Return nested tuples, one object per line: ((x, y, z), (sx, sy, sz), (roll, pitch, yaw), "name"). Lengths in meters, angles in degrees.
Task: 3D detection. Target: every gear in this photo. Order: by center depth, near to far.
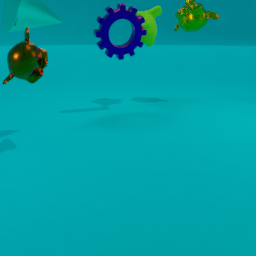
((-0.240, -3.135, 9.186), (1.718, 1.718, 0.318), (-7, 33, -19), "gear")

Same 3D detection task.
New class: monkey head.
((-2.223, -1.455, 6.045), (0.777, 1.289, 0.927), (22, 5, -36), "monkey head")
((0.772, -3.812, 10.452), (1.361, 1.140, 1.892), (-25, -9, 9), "monkey head")
((2.480, -4.372, 10.692), (1.824, 1.312, 1.099), (-4, -27, 36), "monkey head")

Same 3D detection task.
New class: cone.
((-2.080, -2.648, 6.494), (1.230, 1.226, 1.226), (6, 10, -41), "cone")
